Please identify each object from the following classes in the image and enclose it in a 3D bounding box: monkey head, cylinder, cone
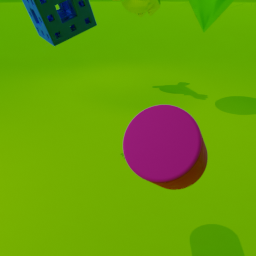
[{"bbox_3d":[0.413,-4.147,8.616,1.786,1.285,1.076,7,-10,33],"label":"monkey head"},{"bbox_3d":[0.395,0.219,2.761,0.711,0.711,0.711,12,-12,23],"label":"cylinder"},{"bbox_3d":[2.141,-3.225,7.449,1.681,1.687,1.681,-2,58,4],"label":"cone"}]

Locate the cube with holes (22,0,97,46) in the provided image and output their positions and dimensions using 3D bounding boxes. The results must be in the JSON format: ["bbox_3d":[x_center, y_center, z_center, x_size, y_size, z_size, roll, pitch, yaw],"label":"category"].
[{"bbox_3d":[-1.069,-1.832,4.250,0.752,0.752,0.752,-32,42,-16],"label":"cube with holes"}]
